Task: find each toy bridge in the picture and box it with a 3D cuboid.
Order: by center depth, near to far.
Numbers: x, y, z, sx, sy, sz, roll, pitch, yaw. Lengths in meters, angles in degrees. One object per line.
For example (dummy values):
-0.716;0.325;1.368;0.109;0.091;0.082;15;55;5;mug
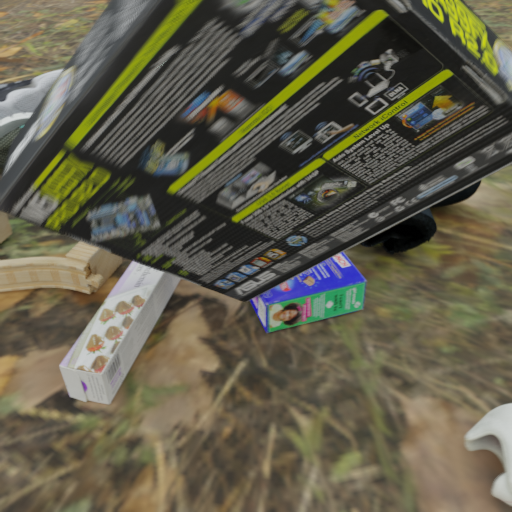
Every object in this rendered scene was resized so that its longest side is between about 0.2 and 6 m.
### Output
-4.145;-0.142;7.932;4.545;0.619;1.528;13;40;17;toy bridge

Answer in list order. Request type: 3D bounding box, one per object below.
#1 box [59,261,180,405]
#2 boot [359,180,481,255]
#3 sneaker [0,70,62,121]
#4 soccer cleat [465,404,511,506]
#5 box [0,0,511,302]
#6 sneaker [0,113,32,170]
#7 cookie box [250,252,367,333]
-1.513;0.646;6.916;0.507;0.543;2.622;8;37;11;box
2.534;-0.755;8.570;2.152;0.822;1.808;-4;32;6;boot
-4.980;-3.309;11.794;1.829;1.213;3.214;27;46;29;sneaker
2.603;2.148;4.836;0.833;0.674;1.929;-25;38;-6;soccer cleat
-0.048;-1.006;4.981;3.106;3.878;0.858;24;52;-33;box
-3.770;-2.107;10.434;2.538;0.985;1.158;-24;46;-27;sneaker
0.577;0.330;7.351;1.349;0.507;1.154;-12;37;-14;cookie box
